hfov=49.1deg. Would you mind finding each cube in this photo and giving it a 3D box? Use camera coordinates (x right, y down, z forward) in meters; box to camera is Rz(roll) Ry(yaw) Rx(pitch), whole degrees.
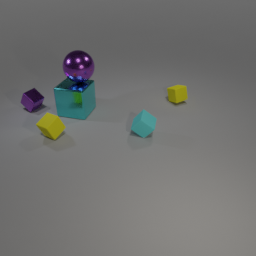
[{"bbox_3d":[-2.401,-1.383,12.913,1.400,1.400,1.400,8,32,13],"label":"cube"},{"bbox_3d":[2.458,-1.705,13.933,0.700,0.700,0.700,-19,21,-22],"label":"cube"},{"bbox_3d":[0.636,-0.165,11.245,0.700,0.700,0.700,34,41,-16],"label":"cube"},{"bbox_3d":[-4.479,-1.311,13.131,0.700,0.700,0.700,43,44,4],"label":"cube"},{"bbox_3d":[-3.068,-0.079,11.171,0.700,0.700,0.700,17,58,34],"label":"cube"}]

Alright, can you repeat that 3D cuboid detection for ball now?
[{"bbox_3d":[-2.177,-2.716,12.375,1.400,1.400,1.400,0,31,0],"label":"ball"}]
